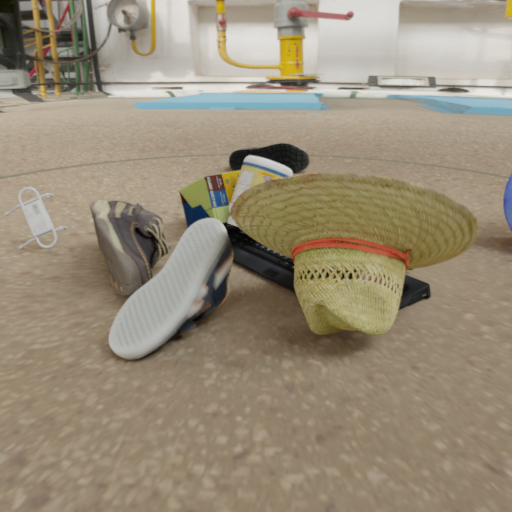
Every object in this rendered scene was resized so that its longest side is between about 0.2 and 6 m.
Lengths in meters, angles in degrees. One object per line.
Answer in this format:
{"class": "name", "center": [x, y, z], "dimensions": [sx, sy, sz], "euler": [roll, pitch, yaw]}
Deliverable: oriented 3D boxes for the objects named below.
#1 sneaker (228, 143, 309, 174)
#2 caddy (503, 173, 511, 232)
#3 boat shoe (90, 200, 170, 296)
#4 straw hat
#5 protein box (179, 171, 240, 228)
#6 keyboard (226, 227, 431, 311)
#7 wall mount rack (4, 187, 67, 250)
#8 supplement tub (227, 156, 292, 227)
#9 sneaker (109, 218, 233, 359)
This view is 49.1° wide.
{"class": "sneaker", "center": [0.468, -3.395, 19.169], "dimensions": [2.705, 1.024, 1.184], "euler": [2, 16, 5]}
{"class": "caddy", "center": [6.931, -1.139, 11.322], "dimensions": [3.626, 2.563, 1.903], "euler": [6, 16, 17]}
{"class": "boat shoe", "center": [-2.309, -0.386, 10.540], "dimensions": [1.261, 1.282, 3.441], "euler": [-15, 29, -17]}
{"class": "straw hat", "center": [1.344, 0.360, 8.106], "dimensions": [3.793, 1.605, 3.793], "euler": [8, -17, 2]}
{"class": "protein box", "center": [-0.659, -1.260, 12.834], "dimensions": [1.593, 1.075, 1.582], "euler": [-14, 2, -29]}
{"class": "keyboard", "center": [1.158, -0.188, 11.089], "dimensions": [2.473, 0.941, 4.751], "euler": [-17, 28, -36]}
{"class": "wall mount rack", "center": [-4.761, -0.730, 11.941], "dimensions": [1.174, 1.351, 0.504], "euler": [-22, 2, 0]}
{"class": "supplement tub", "center": [0.056, -1.227, 11.602], "dimensions": [1.062, 1.468, 1.062], "euler": [18, 3, -1]}
{"class": "sneaker", "center": [-1.131, 0.672, 8.661], "dimensions": [1.019, 1.032, 2.599], "euler": [17, 57, 34]}
